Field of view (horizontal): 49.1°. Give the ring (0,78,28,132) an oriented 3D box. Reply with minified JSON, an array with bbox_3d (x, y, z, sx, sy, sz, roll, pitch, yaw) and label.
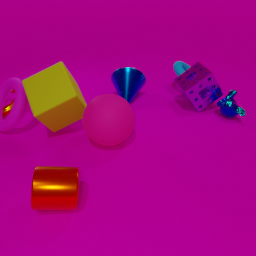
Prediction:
[{"bbox_3d":[-3.522,-0.699,8.247,1.643,1.643,0.329,31,6,40],"label":"ring"}]

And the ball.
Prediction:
[{"bbox_3d":[-0.516,-0.217,7.491,1.389,1.389,1.389,0,31,0],"label":"ball"}]

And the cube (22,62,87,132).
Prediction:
[{"bbox_3d":[-1.989,-0.839,7.894,1.231,1.231,1.231,-27,66,0],"label":"cube"}]

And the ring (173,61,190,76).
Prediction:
[{"bbox_3d":[2.371,-1.928,10.612,1.608,0.322,1.608,30,31,-21],"label":"ring"}]

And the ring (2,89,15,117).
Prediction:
[{"bbox_3d":[-4.177,-0.915,9.330,1.477,0.295,1.477,-5,49,6],"label":"ring"}]

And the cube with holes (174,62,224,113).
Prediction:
[{"bbox_3d":[2.352,-1.372,9.357,1.009,1.009,1.009,-36,34,9],"label":"cube with holes"}]

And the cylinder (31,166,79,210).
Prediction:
[{"bbox_3d":[-1.435,1.193,5.577,0.854,0.854,0.854,3,30,-12],"label":"cylinder"}]

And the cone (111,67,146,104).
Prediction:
[{"bbox_3d":[-0.032,-1.226,9.914,1.295,1.295,1.300,2,58,4],"label":"cone"}]

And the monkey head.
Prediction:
[{"bbox_3d":[3.282,-0.750,8.920,0.677,0.809,1.124,36,1,-24],"label":"monkey head"}]
